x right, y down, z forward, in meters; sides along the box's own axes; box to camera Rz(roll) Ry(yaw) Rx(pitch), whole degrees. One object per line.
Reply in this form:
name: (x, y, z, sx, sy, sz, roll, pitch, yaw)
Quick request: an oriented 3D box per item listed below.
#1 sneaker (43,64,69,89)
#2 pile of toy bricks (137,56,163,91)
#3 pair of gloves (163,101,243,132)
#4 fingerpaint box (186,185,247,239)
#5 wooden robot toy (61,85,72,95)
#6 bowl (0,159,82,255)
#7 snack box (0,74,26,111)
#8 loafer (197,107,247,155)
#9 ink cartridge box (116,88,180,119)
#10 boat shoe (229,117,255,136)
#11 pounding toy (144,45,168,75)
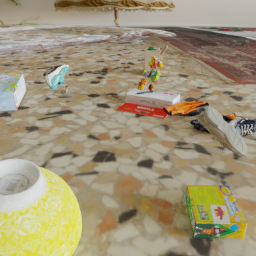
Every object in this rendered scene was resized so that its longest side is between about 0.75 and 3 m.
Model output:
sneaker: (-2.770, -2.025, 10.946, 0.675, 0.694, 1.743, -11, 26, 18)
pile of toy bricks: (1.013, -2.023, 11.135, 0.823, 1.483, 0.732, 14, 28, -26)
pair of gloves: (2.852, -0.492, 10.800, 2.230, 0.309, 2.503, -14, 32, -29)
fingerpaint box: (1.813, 1.752, 5.962, 0.988, 0.434, 1.184, 0, 26, 2)
wooden robot toy: (-3.038, -1.826, 13.513, 0.414, 0.402, 0.913, -8, 24, 8)
bowl: (-2.125, 1.416, 5.189, 2.563, 1.379, 2.563, 6, 30, -4)
snack box: (-5.885, -1.560, 12.245, 2.336, 0.938, 2.770, -5, 27, -8)
loafer: (2.462, 0.120, 7.360, 0.553, 1.537, 0.483, -46, 5, -38)
ink cartridge box: (0.867, -1.111, 11.879, 2.201, 0.479, 1.910, 12, 27, 23)
boat shoe: (3.844, 0.009, 9.374, 0.735, 0.592, 1.584, 7, 25, 32)
pounding toy: (1.615, -4.095, 16.543, 1.266, 1.781, 1.639, 1, 26, 3)
